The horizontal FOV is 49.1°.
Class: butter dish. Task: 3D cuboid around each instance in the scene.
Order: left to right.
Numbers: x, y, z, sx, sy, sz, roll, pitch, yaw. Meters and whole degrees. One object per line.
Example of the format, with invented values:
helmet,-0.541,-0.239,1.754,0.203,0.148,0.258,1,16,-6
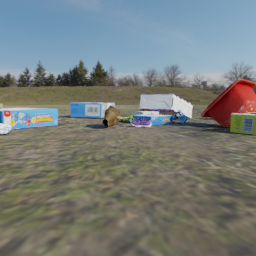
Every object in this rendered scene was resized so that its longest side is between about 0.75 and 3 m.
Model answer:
butter dish,4.379,-0.702,11.164,2.134,1.582,2.140,-1,-38,-48

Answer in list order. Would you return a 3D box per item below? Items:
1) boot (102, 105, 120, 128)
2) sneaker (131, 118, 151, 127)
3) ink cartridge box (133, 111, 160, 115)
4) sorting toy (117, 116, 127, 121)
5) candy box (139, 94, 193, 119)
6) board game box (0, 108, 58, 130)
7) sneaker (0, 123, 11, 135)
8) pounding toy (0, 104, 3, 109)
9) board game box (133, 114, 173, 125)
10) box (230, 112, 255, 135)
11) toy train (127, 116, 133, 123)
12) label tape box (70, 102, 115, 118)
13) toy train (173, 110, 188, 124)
boot,-0.790,-0.329,11.262,0.687,0.704,1.865,34,-12,2
sneaker,0.546,-0.219,11.404,0.857,0.357,0.345,2,6,20
ink cartridge box,0.939,-0.613,14.476,1.172,0.485,0.854,-4,7,-37
sorting toy,-0.418,-0.440,14.191,0.952,0.230,1.690,3,6,-2
candy box,2.137,-1.174,15.543,2.040,0.870,2.431,4,-7,37
board game box,-4.767,-0.441,11.711,2.601,0.727,2.546,4,7,36
sneaker,-4.199,-0.028,8.735,0.551,0.555,1.533,1,5,15
pounding toy,-5.743,-0.834,9.355,2.215,1.331,2.869,-3,22,-5
board game box,1.140,-0.410,13.085,1.359,0.380,1.330,-4,7,-36
box,4.811,-0.220,9.881,2.727,0.683,1.026,-4,8,-38
toy train,0.147,-0.432,13.615,0.231,0.312,1.105,-26,3,8
label tape box,-1.976,-1.162,17.533,2.078,0.959,2.901,2,8,20
toy train,2.472,-0.521,13.066,0.635,0.482,1.111,38,11,9
